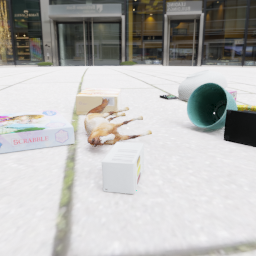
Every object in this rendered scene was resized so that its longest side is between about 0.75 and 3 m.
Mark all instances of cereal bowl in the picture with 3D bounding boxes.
[{"bbox_3d":[3.919,-2.432,15.133,2.638,1.099,2.638,-18,13,4],"label":"cereal bowl"}]

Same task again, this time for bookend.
[{"bbox_3d":[4.287,-0.102,8.277,2.075,0.962,2.089,14,20,40],"label":"bookend"}]

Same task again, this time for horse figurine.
[{"bbox_3d":[-0.624,-0.122,8.599,1.913,0.721,2.887,-16,28,-20],"label":"horse figurine"}]

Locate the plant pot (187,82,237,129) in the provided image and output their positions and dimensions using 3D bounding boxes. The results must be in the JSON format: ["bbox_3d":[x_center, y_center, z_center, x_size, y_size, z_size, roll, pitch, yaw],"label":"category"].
[{"bbox_3d":[2.955,-0.653,9.489,1.209,1.507,1.507,13,3,-43],"label":"plant pot"}]

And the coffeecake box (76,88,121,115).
[{"bbox_3d":[-1.235,-1.219,12.533,1.745,0.831,2.274,1,16,2],"label":"coffeecake box"}]

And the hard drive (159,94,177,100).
[{"bbox_3d":[2.227,-1.719,15.602,0.604,0.164,0.864,-9,17,-28],"label":"hard drive"}]

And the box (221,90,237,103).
[{"bbox_3d":[4.858,-1.680,14.658,1.065,0.585,1.211,-11,19,-35],"label":"box"}]

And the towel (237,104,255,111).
[{"bbox_3d":[4.911,-0.950,12.838,2.393,0.216,1.030,7,12,26],"label":"towel"}]

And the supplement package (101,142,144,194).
[{"bbox_3d":[-0.064,0.773,5.692,0.628,0.652,1.147,2,17,12],"label":"supplement package"}]

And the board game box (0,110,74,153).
[{"bbox_3d":[-3.260,0.032,8.545,2.667,0.550,2.673,-7,17,-24],"label":"board game box"}]
